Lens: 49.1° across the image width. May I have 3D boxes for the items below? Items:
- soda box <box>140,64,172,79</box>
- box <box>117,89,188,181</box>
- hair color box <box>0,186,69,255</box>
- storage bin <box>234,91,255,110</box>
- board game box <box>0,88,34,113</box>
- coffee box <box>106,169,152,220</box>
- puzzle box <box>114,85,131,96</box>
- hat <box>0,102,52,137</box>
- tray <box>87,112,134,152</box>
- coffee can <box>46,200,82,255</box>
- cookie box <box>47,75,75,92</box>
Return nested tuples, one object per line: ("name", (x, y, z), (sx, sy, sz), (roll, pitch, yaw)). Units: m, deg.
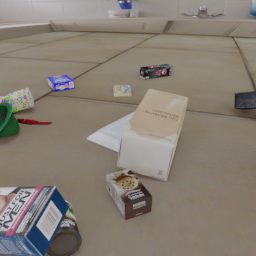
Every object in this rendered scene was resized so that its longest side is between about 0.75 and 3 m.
("soda box", (1.424, -2.879, 14.247), (1.650, 0.523, 0.584), (-12, 28, -25))
("box", (0.749, 0.037, 7.392), (1.285, 1.052, 2.706), (14, 32, 10))
("hair color box", (-2.014, 1.484, 4.575), (1.865, 0.564, 0.932), (-8, 34, 24))
("storage bin", (4.387, -0.947, 9.697), (0.801, 0.556, 1.185), (3, -3, -44))
("board game box", (-3.956, -0.954, 9.973), (1.031, 0.531, 0.540), (-19, 38, -6))
("coffee box", (0.001, 1.331, 5.784), (0.588, 0.416, 1.041), (-12, 28, -22))
("puzzle box", (-0.258, -1.620, 12.116), (0.749, 0.143, 1.125), (-2, 26, -3))
("hat", (-3.504, 0.071, 8.599), (1.531, 1.347, 1.268), (-5, 58, 31))
("tray", (0.047, -0.031, 8.732), (1.345, 0.278, 2.505), (20, 32, 33))
("coffee can", (-1.170, 1.710, 4.813), (0.589, 0.589, 0.804), (-10, 27, -19))
("cookie box", (-3.035, -2.042, 12.666), (0.936, 0.411, 1.094), (-14, 29, -26))
